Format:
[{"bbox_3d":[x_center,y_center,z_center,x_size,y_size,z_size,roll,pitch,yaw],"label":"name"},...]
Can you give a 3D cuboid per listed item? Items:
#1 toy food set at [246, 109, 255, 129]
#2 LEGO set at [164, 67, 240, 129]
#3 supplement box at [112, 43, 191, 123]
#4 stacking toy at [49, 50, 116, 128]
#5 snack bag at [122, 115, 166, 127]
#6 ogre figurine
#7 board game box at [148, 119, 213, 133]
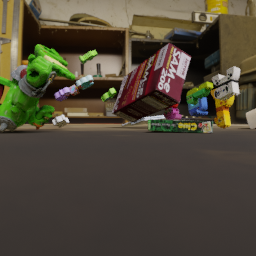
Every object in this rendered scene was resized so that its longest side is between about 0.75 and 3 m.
[{"bbox_3d":[4.354,-0.487,7.560,1.680,0.707,2.342,-29,-13,35],"label":"toy food set"},{"bbox_3d":[2.131,-0.497,7.542,1.018,1.095,2.669,7,-19,-31],"label":"LEGO set"},{"bbox_3d":[0.614,-1.248,8.737,0.869,1.553,2.853,25,-21,-21],"label":"supplement box"},{"bbox_3d":[-1.263,-0.945,6.573,1.708,1.288,0.401,-29,-14,3],"label":"stacking toy"},{"bbox_3d":[0.771,-0.269,11.892,1.649,0.187,1.749,-8,-5,-38],"label":"snack bag"},{"bbox_3d":[-1.633,-0.708,4.743,1.065,1.302,2.171,30,12,-40],"label":"ogre figurine"},{"bbox_3d":[1.039,-0.047,5.123,0.992,0.222,1.893,-1,1,17],"label":"board game box"}]
